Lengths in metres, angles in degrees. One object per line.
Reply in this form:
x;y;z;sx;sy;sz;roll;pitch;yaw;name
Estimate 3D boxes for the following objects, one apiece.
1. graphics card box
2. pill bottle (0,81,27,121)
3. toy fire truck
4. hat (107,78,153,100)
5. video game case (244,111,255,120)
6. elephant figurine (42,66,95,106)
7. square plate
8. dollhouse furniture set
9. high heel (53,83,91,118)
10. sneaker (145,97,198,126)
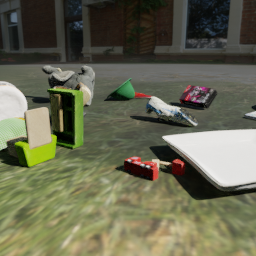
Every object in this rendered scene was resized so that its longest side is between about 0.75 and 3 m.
2.857;-1.289;11.466;1.337;0.340;0.839;20;66;46;graphics card box
-4.163;-0.883;9.316;1.276;1.276;2.193;-8;17;-27;pill bottle
0.502;0.740;5.413;1.011;0.246;0.713;13;20;40;toy fire truck
0.101;-1.375;13.095;1.673;1.473;1.386;-37;6;16;hat
4.845;-0.379;9.581;1.132;0.137;1.242;-13;20;-38;video game case
-2.791;-1.927;12.446;2.495;1.765;1.936;5;1;-5;elephant figurine
2.367;0.573;5.725;2.667;0.379;2.642;-4;15;-13;square plate
-2.656;-0.232;6.771;2.729;1.369;1.788;10;19;33;dollhouse furniture set
-1.872;-1.140;8.665;0.720;1.438;2.017;-43;-9;-24;high heel
1.396;-0.422;9.073;1.887;0.684;0.678;28;13;32;sneaker
